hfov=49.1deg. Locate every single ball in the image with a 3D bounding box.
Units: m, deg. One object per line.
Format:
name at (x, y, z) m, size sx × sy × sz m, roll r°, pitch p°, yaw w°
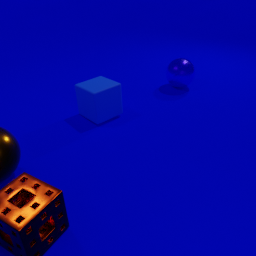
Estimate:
ball at (-2.694, 0.515, 5.413) m, size 1.166 × 1.166 × 1.166 m, roll 0°, pitch 32°, yaw 0°
ball at (1.743, -1.826, 9.319) m, size 0.972 × 0.972 × 0.972 m, roll 0°, pitch 32°, yaw 0°

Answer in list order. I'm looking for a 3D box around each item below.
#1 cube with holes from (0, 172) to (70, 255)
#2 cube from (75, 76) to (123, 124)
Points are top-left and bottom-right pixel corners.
cube with holes at (-1.553, 1.376, 4.336) m, size 0.841 × 0.841 × 0.841 m, roll 18°, pitch 38°, yaw 26°
cube at (-0.786, -0.785, 7.663) m, size 0.906 × 0.906 × 0.906 m, roll -26°, pitch 37°, yaw -34°
